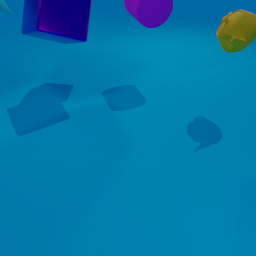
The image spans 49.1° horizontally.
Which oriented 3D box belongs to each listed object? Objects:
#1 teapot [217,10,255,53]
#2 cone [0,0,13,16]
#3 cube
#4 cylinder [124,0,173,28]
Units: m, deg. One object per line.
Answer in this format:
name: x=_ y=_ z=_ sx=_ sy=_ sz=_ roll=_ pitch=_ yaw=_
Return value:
teapot: x=2.571 y=-2.333 z=6.690 sx=0.811 sy=1.030 sz=1.656 roll=34 pitch=43 yaw=-19
cone: x=-3.358 y=-3.081 z=6.682 sx=1.363 sy=1.358 sz=1.358 roll=26 pitch=12 yaw=-47
cube: x=-1.888 y=-3.045 z=7.366 sx=1.342 sy=1.342 sz=1.342 roll=2 pitch=10 yaw=-37
cylinder: x=0.566 y=-3.628 z=8.099 sx=1.123 sy=1.123 sz=1.123 roll=-12 pitch=41 yaw=-15
